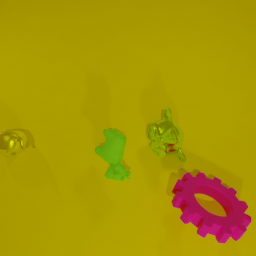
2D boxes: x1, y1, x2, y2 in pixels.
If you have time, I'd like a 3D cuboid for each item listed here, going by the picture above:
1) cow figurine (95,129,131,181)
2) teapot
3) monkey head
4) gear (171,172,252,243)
[{"bbox_3d":[-0.284,0.676,6.746,1.106,0.617,1.124,35,108,32],"label":"cow figurine"},{"bbox_3d":[-3.139,0.415,7.478,1.425,0.886,0.698,-4,77,34],"label":"teapot"},{"bbox_3d":[1.124,0.216,7.324,0.949,1.133,1.574,-15,86,-32],"label":"monkey head"},{"bbox_3d":[1.897,1.756,6.447,1.775,0.328,1.775,14,31,-9],"label":"gear"}]
